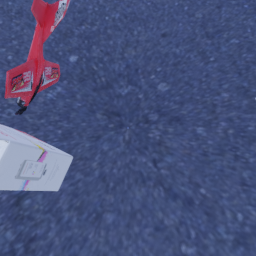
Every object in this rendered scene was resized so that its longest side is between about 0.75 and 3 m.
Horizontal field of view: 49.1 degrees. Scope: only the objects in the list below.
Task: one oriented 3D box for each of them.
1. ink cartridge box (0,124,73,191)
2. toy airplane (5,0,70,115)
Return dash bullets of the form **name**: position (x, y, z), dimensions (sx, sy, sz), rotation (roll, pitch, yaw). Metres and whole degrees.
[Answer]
- **ink cartridge box**: position (-2.246, 0.440, 4.922), dimensions (1.431, 2.458, 0.829), rotation (23, 85, 22)
- **toy airplane**: position (-1.777, -1.410, 5.475), dimensions (0.477, 2.592, 2.592), rotation (25, 65, -2)
